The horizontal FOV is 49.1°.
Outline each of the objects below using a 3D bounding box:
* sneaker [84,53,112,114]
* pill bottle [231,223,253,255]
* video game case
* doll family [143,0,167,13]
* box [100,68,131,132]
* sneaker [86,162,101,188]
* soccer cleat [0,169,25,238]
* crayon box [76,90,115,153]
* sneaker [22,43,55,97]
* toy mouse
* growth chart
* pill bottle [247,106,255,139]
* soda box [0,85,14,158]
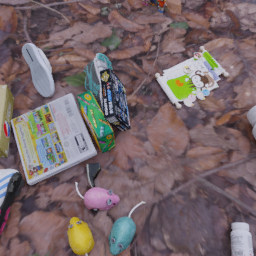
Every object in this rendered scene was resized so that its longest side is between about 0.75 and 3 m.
[{"bbox_3d":[-1.079,-1.488,10.553,1.129,0.960,2.475,-20,72,36],"label":"sneaker"},{"bbox_3d":[3.192,3.214,7.878,0.557,0.557,0.982,6,60,4],"label":"pill bottle"},{"bbox_3d":[-2.591,0.295,9.561,2.372,0.298,2.607,-25,63,-4],"label":"video game case"},{"bbox_3d":[1.327,-6.213,13.246,1.452,0.901,0.654,32,64,17],"label":"doll family"},{"bbox_3d":[-0.414,-0.915,9.411,0.405,1.401,1.762,-14,68,17],"label":"box"},{"bbox_3d":[-1.057,1.495,9.024,0.461,0.325,0.868,-12,59,-4],"label":"sneaker"},{"bbox_3d":[-4.038,2.361,8.297,1.085,0.878,2.513,8,54,15],"label":"soccer cleat"},{"bbox_3d":[-1.095,-0.217,9.581,0.548,1.118,1.882,-25,62,-12],"label":"crayon box"},{"bbox_3d":[-3.305,-2.265,10.945,0.844,0.818,2.310,-27,80,25],"label":"sneaker"},{"bbox_3d":[-0.605,2.614,8.237,2.497,0.544,2.810,-18,61,-10],"label":"toy mouse"},{"bbox_3d":[2.572,-2.010,11.159,2.884,0.256,2.087,-31,65,-16],"label":"growth chart"},{"bbox_3d":[4.966,0.337,9.106,1.368,1.368,2.413,-13,60,-7],"label":"pill bottle"},{"bbox_3d":[-4.624,-0.254,9.774,0.871,0.823,2.571,-6,60,-3],"label":"soda box"}]
